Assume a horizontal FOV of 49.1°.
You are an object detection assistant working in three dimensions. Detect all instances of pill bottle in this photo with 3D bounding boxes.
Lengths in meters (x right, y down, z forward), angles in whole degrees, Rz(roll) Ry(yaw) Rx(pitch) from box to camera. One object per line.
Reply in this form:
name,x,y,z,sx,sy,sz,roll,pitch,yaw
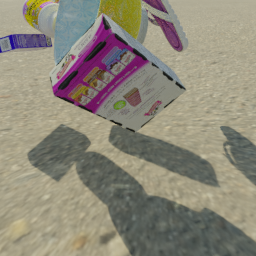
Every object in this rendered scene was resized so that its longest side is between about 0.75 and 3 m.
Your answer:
pill bottle,-2.290,-3.179,8.095,0.942,0.942,1.807,-22,42,-32

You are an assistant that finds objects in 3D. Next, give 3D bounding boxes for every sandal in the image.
sandal,0.914,-3.530,8.838,0.691,2.811,1.144,-41,9,-12

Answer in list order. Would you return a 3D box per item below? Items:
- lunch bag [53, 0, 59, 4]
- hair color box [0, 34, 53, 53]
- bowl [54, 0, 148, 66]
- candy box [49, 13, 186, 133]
lunch bag,-1.524,-4.387,9.465,1.633,2.037,0.785,51,14,30
hair color box,-3.199,-2.654,8.747,0.807,0.479,1.477,-1,14,32
bowl,-0.501,-2.381,6.351,1.585,2.945,2.945,6,24,-30
candy box,-0.118,-0.838,5.112,2.109,1.438,0.643,26,33,-44
